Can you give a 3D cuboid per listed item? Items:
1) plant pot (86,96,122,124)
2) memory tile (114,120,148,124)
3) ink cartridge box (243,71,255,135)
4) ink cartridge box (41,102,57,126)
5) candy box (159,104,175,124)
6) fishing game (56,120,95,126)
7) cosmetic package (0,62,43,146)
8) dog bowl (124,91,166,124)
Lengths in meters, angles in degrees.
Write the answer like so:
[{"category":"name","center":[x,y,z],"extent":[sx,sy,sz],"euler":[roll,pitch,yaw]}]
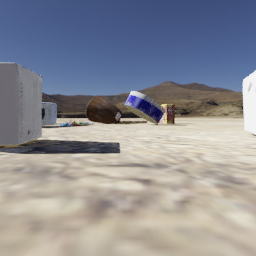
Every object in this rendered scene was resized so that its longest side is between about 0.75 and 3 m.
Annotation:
[{"category":"plant pot","center":[-1.047,-0.750,13.631],"extent":[1.430,1.336,1.336],"euler":[19,12,29]},{"category":"memory tile","center":[0.009,-0.316,14.592],"extent":[1.828,0.153,1.401],"euler":[0,3,-22]},{"category":"ink cartridge box","center":[3.429,-0.393,4.652],"extent":[2.643,1.115,1.931],"euler":[1,2,15]},{"category":"ink cartridge box","center":[-3.777,-0.499,10.062],"extent":[1.551,0.879,2.116],"euler":[1,3,18]},{"category":"candy box","center":[1.914,-0.707,14.208],"extent":[0.464,0.958,1.643],"euler":[0,2,-11]},{"category":"fishing game","center":[-2.071,-0.215,11.040],"extent":[1.235,0.268,1.724],"euler":[-5,5,-34]},{"category":"cosmetic package","center":[-1.824,-0.308,3.856],"extent":[1.012,1.018,1.216],"euler":[1,3,-3]},{"category":"dog bowl","center":[0.743,-0.885,12.412],"extent":[1.754,0.691,1.754],"euler":[30,-4,2]}]
